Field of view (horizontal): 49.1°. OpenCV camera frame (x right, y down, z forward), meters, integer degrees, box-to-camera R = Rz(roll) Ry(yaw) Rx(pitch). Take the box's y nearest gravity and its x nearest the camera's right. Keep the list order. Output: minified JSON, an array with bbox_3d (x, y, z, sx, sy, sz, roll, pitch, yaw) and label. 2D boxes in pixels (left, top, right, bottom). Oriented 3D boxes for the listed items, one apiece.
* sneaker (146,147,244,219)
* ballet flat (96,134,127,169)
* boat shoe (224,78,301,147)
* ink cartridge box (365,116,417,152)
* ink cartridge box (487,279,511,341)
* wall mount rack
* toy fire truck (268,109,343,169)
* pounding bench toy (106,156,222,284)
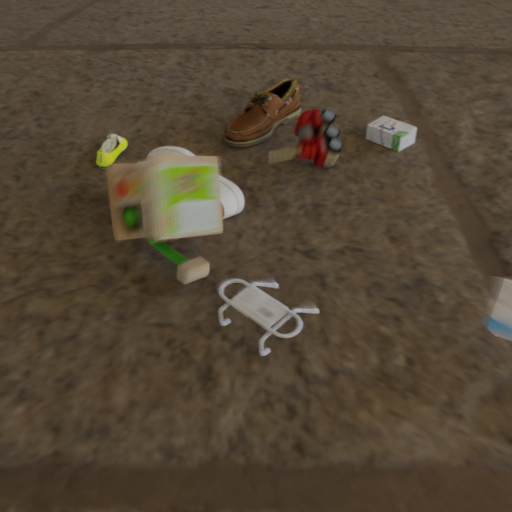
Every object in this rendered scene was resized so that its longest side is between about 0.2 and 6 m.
[{"bbox_3d":[-1.741,-1.661,12.877,2.963,1.079,1.254,30,43,31],"label":"sneaker"},{"bbox_3d":[-3.855,-2.930,14.966,0.547,0.549,1.638,5,38,6],"label":"ballet flat"},{"bbox_3d":[0.155,-4.202,16.122,1.192,1.127,3.315,21,42,24],"label":"boat shoe"},{"bbox_3d":[3.756,-3.415,15.636,0.822,0.495,1.131,-32,47,-33],"label":"ink cartridge box"},{"bbox_3d":[4.327,0.878,9.159,0.645,0.662,1.030,18,85,38],"label":"ink cartridge box"},{"bbox_3d":[0.230,0.933,9.841,1.738,0.648,1.510,32,53,32],"label":"wall mount rack"},{"bbox_3d":[1.192,-2.951,14.399,1.659,1.067,1.460,0,63,-15],"label":"toy fire truck"},{"bbox_3d":[-1.861,-0.693,11.233,1.505,2.423,1.890,-9,7,-42],"label":"pounding bench toy"}]
